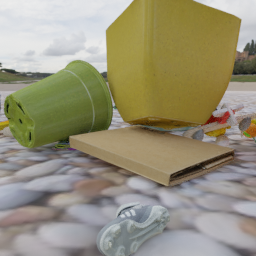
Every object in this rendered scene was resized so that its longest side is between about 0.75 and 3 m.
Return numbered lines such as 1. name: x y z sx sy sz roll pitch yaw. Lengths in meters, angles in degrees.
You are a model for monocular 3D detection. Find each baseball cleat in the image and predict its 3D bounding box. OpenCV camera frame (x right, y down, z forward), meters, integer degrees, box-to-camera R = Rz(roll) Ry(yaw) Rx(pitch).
1. baseball cleat: -0.017 0.835 2.357 0.458 0.300 0.861 0 -3 41

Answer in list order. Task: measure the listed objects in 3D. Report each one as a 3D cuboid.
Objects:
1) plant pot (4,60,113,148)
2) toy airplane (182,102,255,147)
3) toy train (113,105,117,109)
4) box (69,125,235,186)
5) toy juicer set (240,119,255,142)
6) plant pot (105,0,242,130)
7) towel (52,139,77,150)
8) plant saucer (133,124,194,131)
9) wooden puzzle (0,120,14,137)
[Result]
1. plant pot: -1.515 -0.377 5.761 1.762 1.762 1.674 9 25 43
2. toy airplane: 1.854 -0.024 5.565 1.234 0.871 1.228 -16 -3 36
3. toy train: -0.257 -1.015 13.908 0.999 0.208 0.282 3 -1 19
4. box: 0.364 0.344 4.816 1.836 0.239 2.246 -9 18 -44
5. toy juicer set: 3.528 -0.039 6.750 2.070 0.563 1.317 -23 18 -38
6. plant pot: 0.760 -1.082 5.638 2.064 2.112 2.051 7 -7 -25
7. towel: -0.795 0.288 5.947 1.407 0.160 1.011 0 10 0
8. plant saucer: 1.097 -0.205 8.540 2.274 0.312 2.274 1 10 0
9. wooden puzzle: -2.130 0.003 7.338 2.729 0.319 1.841 3 13 15
